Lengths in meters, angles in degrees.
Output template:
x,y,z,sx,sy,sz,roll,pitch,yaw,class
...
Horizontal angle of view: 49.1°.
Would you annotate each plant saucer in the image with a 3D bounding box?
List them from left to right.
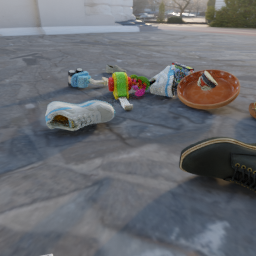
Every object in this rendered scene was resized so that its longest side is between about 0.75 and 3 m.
x,y,z,sx,sy,sz,roll,pitch,yaw,class
3.231,-1.553,11.348,2.439,0.394,2.439,-9,41,8,plant saucer

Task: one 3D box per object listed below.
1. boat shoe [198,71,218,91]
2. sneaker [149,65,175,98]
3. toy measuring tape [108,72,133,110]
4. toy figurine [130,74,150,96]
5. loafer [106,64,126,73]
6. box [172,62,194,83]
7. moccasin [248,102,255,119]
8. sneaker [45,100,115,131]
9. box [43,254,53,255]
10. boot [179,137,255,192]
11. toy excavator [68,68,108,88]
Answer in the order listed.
x,y,z,sx,sy,sz,roll,pitch,yaw,class
2.508,-1.460,9.020,0.516,0.587,1.649,-38,-4,18,boat shoe
1.566,-2.227,12.924,1.230,1.064,2.837,0,24,12,sneaker
-0.254,-1.707,11.739,1.084,1.084,2.945,-5,25,-10,toy measuring tape
0.442,-1.811,12.297,1.007,0.756,0.927,33,34,-14,toy figurine
-0.706,-3.339,15.925,1.381,0.482,0.483,15,28,29,loafer
2.680,-2.673,13.949,0.292,0.926,1.682,-8,25,-19,box
4.633,-0.554,9.645,0.612,0.646,1.673,3,25,6,moccasin
-1.530,-0.346,9.146,2.254,0.862,0.910,-3,41,-4,sneaker
-1.717,2.271,3.984,1.290,0.224,0.710,-6,25,-13,box
2.515,1.029,5.933,2.552,0.989,1.765,-2,30,-3,boot
-1.944,-2.286,13.523,1.524,0.761,1.482,32,40,29,toy excavator
